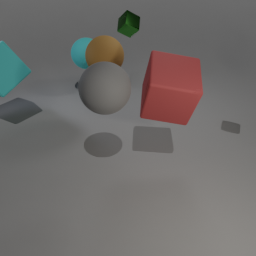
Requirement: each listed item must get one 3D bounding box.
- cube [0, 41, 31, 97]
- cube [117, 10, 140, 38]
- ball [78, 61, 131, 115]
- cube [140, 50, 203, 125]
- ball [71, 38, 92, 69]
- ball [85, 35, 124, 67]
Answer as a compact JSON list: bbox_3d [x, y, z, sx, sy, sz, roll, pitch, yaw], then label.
[{"bbox_3d":[-4.674,-2.110,10.235,1.400,1.400,1.400,-49,28,-17],"label":"cube"},{"bbox_3d":[0.029,-4.438,11.977,0.700,0.700,0.700,16,-21,-31],"label":"cube"},{"bbox_3d":[-0.613,-1.051,7.452,1.400,1.400,1.400,0,32,0],"label":"ball"},{"bbox_3d":[1.179,-1.116,7.944,1.400,1.400,1.400,9,53,-4],"label":"cube"},{"bbox_3d":[-1.904,-3.411,12.836,1.400,1.400,1.400,0,32,0],"label":"ball"},{"bbox_3d":[-0.840,-2.611,10.117,1.400,1.400,1.400,0,32,0],"label":"ball"}]
